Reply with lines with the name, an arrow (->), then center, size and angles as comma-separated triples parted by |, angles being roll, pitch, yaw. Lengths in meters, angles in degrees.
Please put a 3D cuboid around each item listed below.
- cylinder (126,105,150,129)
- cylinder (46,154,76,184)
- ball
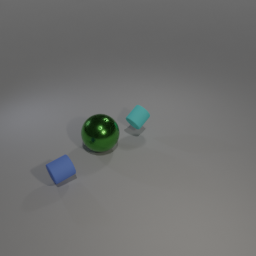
cylinder -> 0.386, -0.421, 10.933 | 0.700, 0.700, 0.700 | 30, 74, 38
cylinder -> -2.102, 1.292, 8.780 | 0.700, 0.700, 0.700 | -29, 41, -23
ball -> -1.007, 0.182, 10.217 | 1.400, 1.400, 1.400 | 0, 32, 0
